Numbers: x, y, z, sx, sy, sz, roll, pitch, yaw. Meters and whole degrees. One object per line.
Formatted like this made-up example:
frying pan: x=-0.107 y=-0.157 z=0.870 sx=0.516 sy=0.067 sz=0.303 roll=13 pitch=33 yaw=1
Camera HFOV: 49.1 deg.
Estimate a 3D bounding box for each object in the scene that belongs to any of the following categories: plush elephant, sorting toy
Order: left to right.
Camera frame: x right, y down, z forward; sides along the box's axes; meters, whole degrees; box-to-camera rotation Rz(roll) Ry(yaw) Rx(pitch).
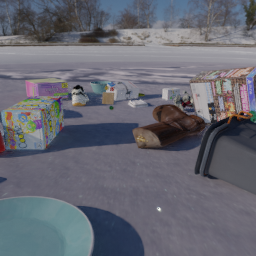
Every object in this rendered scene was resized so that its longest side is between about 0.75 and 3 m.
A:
sorting toy: x=-0.729 y=-1.145 z=10.608 sx=0.445 sy=0.923 sz=0.156 roll=3 pitch=-2 yaw=13
plush elephant: x=2.737 y=-1.208 z=13.728 sx=1.244 sy=0.963 sz=1.025 roll=57 pitch=7 yaw=32

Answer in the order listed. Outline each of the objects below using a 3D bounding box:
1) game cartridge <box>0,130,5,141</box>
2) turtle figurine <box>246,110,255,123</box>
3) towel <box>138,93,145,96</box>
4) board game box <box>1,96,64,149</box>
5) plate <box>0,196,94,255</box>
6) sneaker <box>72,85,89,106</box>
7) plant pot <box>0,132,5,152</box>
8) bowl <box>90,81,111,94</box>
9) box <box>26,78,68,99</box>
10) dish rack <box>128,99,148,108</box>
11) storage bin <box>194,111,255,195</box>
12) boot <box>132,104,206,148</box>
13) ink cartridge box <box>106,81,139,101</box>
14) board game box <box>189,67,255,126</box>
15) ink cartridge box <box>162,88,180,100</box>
game cartridge: x=-4.863 y=0.315 z=9.809 sx=1.216 sy=0.246 sz=0.811 roll=-9 pitch=23 yaw=-28
turtle figurine: x=4.331 y=-0.154 z=9.240 sx=1.871 sy=1.401 sz=0.942 roll=-2 pitch=32 yaw=-42
towel: x=0.138 y=-2.113 z=17.811 sx=1.740 sy=0.157 sz=0.749 roll=-6 pitch=19 yaw=-21
board game box: x=-3.215 y=-0.269 z=9.864 sx=1.271 sy=1.294 sz=2.467 roll=1 pitch=18 yaw=2
plate: x=-1.939 y=1.928 z=4.319 sx=2.842 sy=0.363 sz=2.842 roll=0 pitch=18 yaw=0
sneaker: x=-2.690 y=-1.950 z=15.805 sx=0.893 sy=1.035 sz=2.361 roll=-4 pitch=16 yaw=-7
plant pot: x=-4.275 y=0.384 z=8.506 sx=0.819 sy=0.900 sz=0.900 roll=-19 pitch=24 yaw=-27
bowl: x=-1.804 y=-2.687 z=18.689 sx=1.402 sy=0.733 sz=1.402 roll=1 pitch=17 yaw=0
box: x=-4.998 y=-2.399 z=17.241 sx=1.873 sy=1.029 sz=2.129 roll=-13 pitch=20 yaw=-36
dish rack: x=0.547 y=-1.347 z=15.203 sx=0.933 sy=0.237 sz=1.087 roll=-5 pitch=19 yaw=-18
storage bin: x=3.041 y=0.546 z=7.016 sx=1.555 sy=1.685 sz=2.315 roll=27 pitch=30 yaw=36
boot: x=1.000 y=-0.079 z=10.188 sx=2.798 sy=0.899 sz=2.607 roll=-19 pitch=23 yaw=-37
ink cartridge box: x=-0.318 y=-2.290 z=17.035 sx=1.640 sy=0.704 sz=1.201 roll=-13 pitch=38 yaw=-31
board game box: x=3.872 y=-1.177 z=10.790 sx=2.469 sy=1.968 sz=1.196 roll=5 pitch=32 yaw=42
ink cartridge box: x=2.582 y=-2.049 z=16.782 sx=0.862 sy=0.632 sz=0.629 roll=-8 pitch=19 yaw=-21
